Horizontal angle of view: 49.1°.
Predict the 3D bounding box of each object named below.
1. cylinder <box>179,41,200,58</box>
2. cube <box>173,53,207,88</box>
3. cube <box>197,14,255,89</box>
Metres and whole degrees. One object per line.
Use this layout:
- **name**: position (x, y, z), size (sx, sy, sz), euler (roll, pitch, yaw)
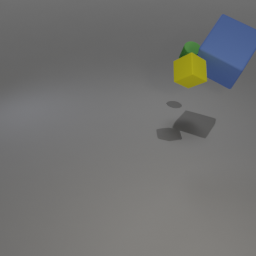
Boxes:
- **cylinder**: position (2.429, -2.890, 10.969), size (0.700, 0.700, 0.700), euler (4, 61, -8)
- **cube**: position (1.836, -1.682, 8.296), size (0.700, 0.700, 0.700), euler (15, -21, -38)
- **cube**: position (3.088, -2.344, 8.778), size (1.400, 1.400, 1.400), euler (32, 80, 13)
